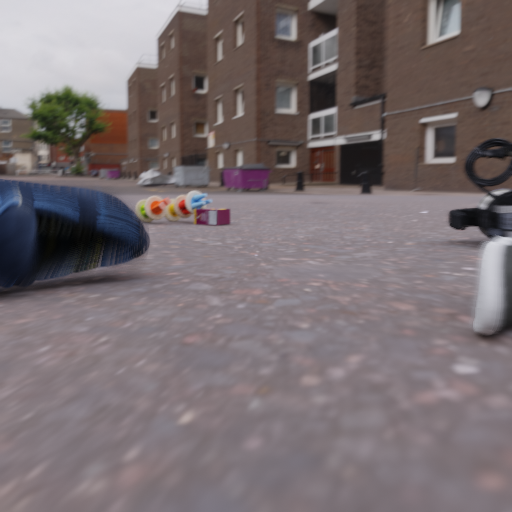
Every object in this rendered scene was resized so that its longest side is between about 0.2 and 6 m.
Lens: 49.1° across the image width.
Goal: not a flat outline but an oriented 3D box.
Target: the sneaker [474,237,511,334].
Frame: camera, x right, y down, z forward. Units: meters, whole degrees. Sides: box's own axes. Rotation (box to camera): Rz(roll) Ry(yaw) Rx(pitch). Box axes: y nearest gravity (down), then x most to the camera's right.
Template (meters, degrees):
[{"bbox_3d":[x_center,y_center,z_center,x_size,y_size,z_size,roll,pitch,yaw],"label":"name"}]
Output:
[{"bbox_3d":[2.225,0.235,4.324,0.875,0.624,1.765,12,17,28],"label":"sneaker"}]

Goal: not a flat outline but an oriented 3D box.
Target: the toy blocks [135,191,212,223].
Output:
[{"bbox_3d":[-2.134,-1.314,14.694,1.497,0.652,1.797,-6,-2,-38],"label":"toy blocks"}]

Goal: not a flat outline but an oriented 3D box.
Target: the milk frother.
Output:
[{"bbox_3d":[4.188,-1.055,9.598,1.514,1.678,1.578,16,11,13],"label":"milk frother"}]

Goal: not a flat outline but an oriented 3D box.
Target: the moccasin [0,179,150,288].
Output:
[{"bbox_3d":[-2.368,-0.263,5.431,2.948,1.186,1.005,-14,30,-42],"label":"moccasin"}]

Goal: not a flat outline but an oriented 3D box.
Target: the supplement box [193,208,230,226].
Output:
[{"bbox_3d":[-1.143,-1.003,14.430,0.821,0.424,0.537,6,9,37],"label":"supplement box"}]
